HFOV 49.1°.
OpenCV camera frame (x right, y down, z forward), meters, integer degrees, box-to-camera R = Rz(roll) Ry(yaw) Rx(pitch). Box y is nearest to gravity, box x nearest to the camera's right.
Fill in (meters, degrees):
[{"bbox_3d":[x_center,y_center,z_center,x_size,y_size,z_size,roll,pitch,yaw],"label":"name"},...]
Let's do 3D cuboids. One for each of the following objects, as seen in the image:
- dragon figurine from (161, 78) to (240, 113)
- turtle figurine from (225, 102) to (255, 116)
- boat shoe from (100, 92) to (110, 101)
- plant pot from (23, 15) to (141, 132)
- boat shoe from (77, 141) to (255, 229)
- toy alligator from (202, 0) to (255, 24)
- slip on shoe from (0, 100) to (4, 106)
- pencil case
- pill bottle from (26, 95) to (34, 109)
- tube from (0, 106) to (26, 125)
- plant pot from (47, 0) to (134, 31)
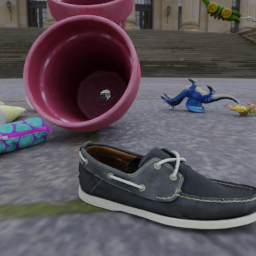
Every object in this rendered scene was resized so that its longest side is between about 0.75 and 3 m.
[{"bbox_3d":[2.839,-1.102,11.323,2.902,1.443,0.854,23,16,11],"label":"dragon figurine"},{"bbox_3d":[4.336,-0.655,10.237,1.133,0.452,1.405,4,-1,-24],"label":"turtle figurine"},{"bbox_3d":[-0.957,-1.525,14.019,1.492,0.536,0.504,-2,8,-19],"label":"boat shoe"},{"bbox_3d":[-0.956,-1.153,7.634,2.783,2.783,2.491,2,-9,10],"label":"plant pot"},{"bbox_3d":[0.422,0.658,3.506,2.377,0.804,0.854,7,13,22],"label":"boat shoe"},{"bbox_3d":[3.121,-3.579,8.899,1.799,0.432,0.596,24,30,3],"label":"toy alligator"},{"bbox_3d":[-6.268,-1.315,12.390,1.028,0.819,2.704,-9,15,-37],"label":"slip on shoe"},{"bbox_3d":[-2.427,0.174,6.006,0.701,0.646,1.518,-11,5,32],"label":"pencil case"},{"bbox_3d":[-3.305,-1.376,11.876,1.159,1.159,2.045,3,13,14],"label":"pill bottle"},{"bbox_3d":[-3.997,-0.454,9.026,0.754,0.675,2.599,35,0,-14],"label":"tube"},{"bbox_3d":[-1.072,-3.280,8.675,2.483,2.222,2.483,0,50,0],"label":"plant pot"}]
